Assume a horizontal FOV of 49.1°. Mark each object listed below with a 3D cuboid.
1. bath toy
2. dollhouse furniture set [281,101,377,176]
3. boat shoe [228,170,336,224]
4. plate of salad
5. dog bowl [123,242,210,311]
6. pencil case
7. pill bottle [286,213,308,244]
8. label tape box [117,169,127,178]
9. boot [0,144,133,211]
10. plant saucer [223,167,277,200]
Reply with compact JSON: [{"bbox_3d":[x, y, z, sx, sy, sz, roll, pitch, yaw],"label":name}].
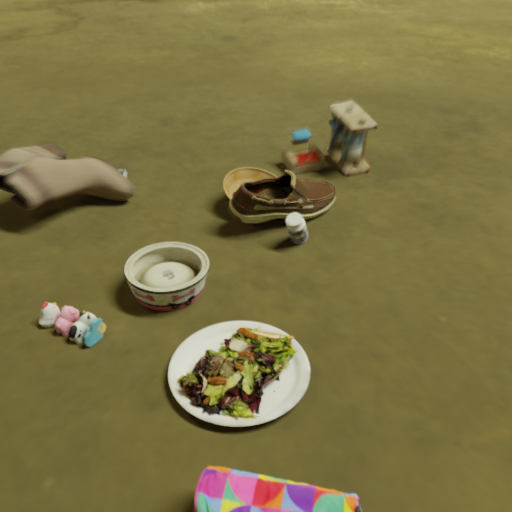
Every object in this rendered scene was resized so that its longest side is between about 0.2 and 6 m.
[{"bbox_3d":[-3.007,1.029,9.031,1.194,0.441,0.519,16,38,23],"label":"bath toy"},{"bbox_3d":[1.737,-2.719,13.539,1.855,1.308,1.300,-14,44,-15],"label":"dollhouse furniture set"},{"bbox_3d":[0.693,-1.284,11.609,2.552,0.944,0.942,-15,55,-30],"label":"boat shoe"},{"bbox_3d":[-0.248,1.579,8.193,2.086,0.501,2.086,1,36,0],"label":"plate of salad"},{"bbox_3d":[-1.552,0.377,9.865,1.487,0.548,1.487,1,35,0],"label":"dog bowl"},{"bbox_3d":[0.238,2.857,6.132,1.882,0.832,0.832,6,35,12],"label":"pencil case"},{"bbox_3d":[0.797,-0.549,11.001,0.372,0.653,0.372,-7,60,12],"label":"pill bottle"},{"bbox_3d":[-3.415,-1.864,13.265,0.631,0.291,0.881,-4,36,-4],"label":"label tape box"},{"bbox_3d":[-4.195,-1.511,11.896,2.598,0.913,1.900,25,37,7],"label":"boot"},{"bbox_3d":[-0.009,-1.357,12.295,1.516,0.268,1.516,10,46,-11],"label":"plant saucer"}]
